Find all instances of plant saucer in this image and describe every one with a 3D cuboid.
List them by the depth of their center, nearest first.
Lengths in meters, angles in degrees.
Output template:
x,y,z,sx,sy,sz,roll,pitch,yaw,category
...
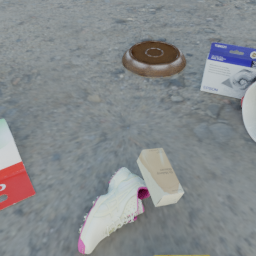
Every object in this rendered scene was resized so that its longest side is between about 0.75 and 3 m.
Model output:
x,y,z,sx,sy,sz,roll,pitch,yaw,category
1.049,-2.884,11.246,2.616,0.420,2.616,1,43,-1,plant saucer

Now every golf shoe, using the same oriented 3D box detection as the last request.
x,y,z,sx,sy,sz,roll,pitch,yaw,category
-0.230,1.772,5.980,0.982,0.808,2.147,22,48,17,golf shoe

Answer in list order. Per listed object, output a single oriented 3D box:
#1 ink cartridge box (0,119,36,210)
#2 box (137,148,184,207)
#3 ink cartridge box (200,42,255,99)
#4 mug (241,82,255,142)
x,y,z,sx,sy,sz,roll,pitch,yaw,category
-3.713,1.005,6.935,2.050,0.638,2.548,-23,46,-22,ink cartridge box
0.680,1.051,6.112,0.565,0.463,1.191,-4,49,-25,box
3.361,-1.814,9.126,1.708,1.711,0.347,15,43,16,ink cartridge box
4.858,-0.778,7.992,2.764,1.844,2.454,-9,45,-15,mug
